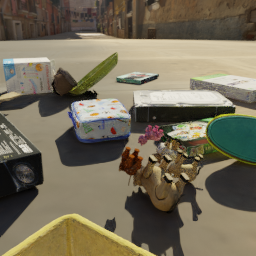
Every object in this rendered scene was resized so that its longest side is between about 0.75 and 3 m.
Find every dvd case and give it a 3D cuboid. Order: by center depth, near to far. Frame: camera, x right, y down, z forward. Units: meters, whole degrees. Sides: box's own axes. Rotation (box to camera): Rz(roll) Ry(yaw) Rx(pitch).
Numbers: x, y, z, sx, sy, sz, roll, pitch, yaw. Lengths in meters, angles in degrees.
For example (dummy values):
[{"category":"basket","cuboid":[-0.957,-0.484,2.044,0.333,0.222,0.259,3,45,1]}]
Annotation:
[{"category":"dvd case","cuboid":[0.476,-2.385,13.167,1.327,0.200,1.818,13,23,31]}]

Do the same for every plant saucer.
[{"category":"plant saucer","cuboid":[-0.361,1.778,1.559,2.505,0.607,2.506,13,24,33]},{"category":"plant saucer","cuboid":[-1.196,-1.957,10.379,2.312,0.359,2.312,-35,18,13]}]

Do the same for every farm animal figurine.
[{"category":"farm animal figurine","cuboid":[0.487,0.658,4.513,1.203,0.749,1.489,28,26,17]}]

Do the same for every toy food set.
[{"category":"toy food set","cuboid":[-5.000,-0.879,8.869,2.947,0.592,2.035,19,35,29]}]

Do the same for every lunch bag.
[{"category":"lunch bag","cuboid":[-0.733,-0.224,6.835,1.375,0.649,1.716,-8,23,-15]}]

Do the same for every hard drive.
[{"category":"hard drive","cuboid":[1.512,-0.706,8.291,2.711,0.513,1.894,-1,20,1]}]

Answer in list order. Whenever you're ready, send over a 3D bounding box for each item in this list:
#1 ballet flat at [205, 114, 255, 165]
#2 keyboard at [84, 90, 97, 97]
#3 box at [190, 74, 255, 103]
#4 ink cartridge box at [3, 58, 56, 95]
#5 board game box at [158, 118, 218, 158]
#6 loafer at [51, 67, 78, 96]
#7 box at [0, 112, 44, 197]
[{"category":"ballet flat","cuboid":[2.855,0.297,5.379,2.704,0.904,0.906,8,0,13]},{"category":"keyboard","cuboid":[-1.379,-1.329,10.413,0.453,0.172,0.870,-9,23,-21]},{"category":"box","cuboid":[4.016,-1.603,10.728,1.943,0.489,2.692,-15,26,-34]},{"category":"ink cartridge box","cuboid":[-3.667,-2.001,10.689,1.878,1.207,1.176,-9,23,-19]},{"category":"board game box","cuboid":[2.041,0.107,6.467,2.495,0.293,1.307,-8,20,-21]},{"category":"loafer","cuboid":[-2.483,-1.664,10.259,0.841,0.865,2.368,-42,17,-6]},{"category":"box","cuboid":[-2.990,0.445,4.818,2.179,0.592,2.720,-14,25,-35]}]
